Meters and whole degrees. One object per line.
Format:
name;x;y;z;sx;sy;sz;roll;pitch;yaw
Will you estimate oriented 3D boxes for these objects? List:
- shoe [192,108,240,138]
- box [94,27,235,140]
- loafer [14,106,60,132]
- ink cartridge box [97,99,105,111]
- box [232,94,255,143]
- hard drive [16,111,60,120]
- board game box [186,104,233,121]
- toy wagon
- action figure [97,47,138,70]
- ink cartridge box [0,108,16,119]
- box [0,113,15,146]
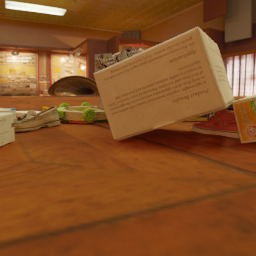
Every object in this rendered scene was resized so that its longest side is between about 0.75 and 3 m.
shoe;2.365;-0.188;7.327;0.554;0.705;1.551;-6;10;-38
box;1.027;-0.972;6.874;2.555;1.679;2.568;-17;0;26
loafer;-2.802;-0.295;8.346;0.721;0.631;2.006;4;9;24
ink cartridge box;-0.037;-0.991;9.828;1.392;0.820;2.417;24;16;2
box;3.228;-0.339;6.406;0.898;0.997;1.772;-12;2;43
hard drive;-3.560;-0.498;10.959;1.779;0.237;1.174;8;7;38
board game box;2.588;-0.731;11.145;2.552;0.724;2.110;0;7;-1
toy wagon;-1.772;-0.560;10.297;2.755;0.545;2.138;-6;13;-36
action figure;-0.309;-1.691;7.116;1.036;0.552;1.591;-11;0;-16
ink cartridge box;-4.130;-0.258;8.157;1.444;0.609;1.054;-1;8;-7
box;-3.065;0.042;5.834;1.020;0.667;1.014;0;8;1
